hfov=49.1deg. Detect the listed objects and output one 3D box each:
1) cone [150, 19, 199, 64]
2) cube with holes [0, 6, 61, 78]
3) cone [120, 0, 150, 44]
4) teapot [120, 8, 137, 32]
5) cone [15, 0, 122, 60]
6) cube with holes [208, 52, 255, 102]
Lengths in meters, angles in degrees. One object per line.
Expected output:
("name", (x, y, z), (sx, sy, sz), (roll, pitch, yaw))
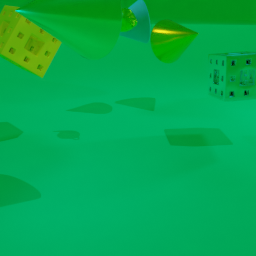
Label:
("cone", (1.973, -3.290, 10.230), (1.664, 1.664, 1.670), (-14, 12, -30))
("cube with holes", (-2.836, -2.340, 7.620), (1.269, 1.269, 1.269), (26, -3, 40))
("cone", (-0.169, -3.528, 9.657), (1.478, 1.473, 1.473), (-14, 25, -10))
("teapot", (-0.145, -2.889, 7.359), (0.669, 0.527, 1.077), (-41, 54, -20))
("cone", (-1.078, -1.753, 4.340), (1.409, 1.409, 1.414), (18, 24, 37))
("cube with holes", (3.002, -1.456, 7.744), (1.179, 1.179, 1.179), (-5, 17, -5))
